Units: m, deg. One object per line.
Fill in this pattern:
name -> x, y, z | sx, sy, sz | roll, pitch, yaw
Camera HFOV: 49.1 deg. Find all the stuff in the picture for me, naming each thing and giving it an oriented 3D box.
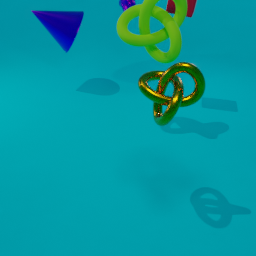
cone -> -2.646, -3.777, 9.979 | 1.616, 1.609, 1.609 | 21, 27, -24
cube -> 1.686, -3.934, 8.563 | 0.810, 0.810, 0.810 | 16, 32, 8
knot shape -> 0.695, -0.717, 5.145 | 1.136, 1.214, 0.561 | 43, 8, 33
knot shape -> 0.796, -2.617, 7.544 | 1.961, 1.835, 0.906 | -22, 12, 20
cow figurine -> 0.014, -4.010, 8.711 | 0.572, 1.043, 1.026 | -19, 0, -9
